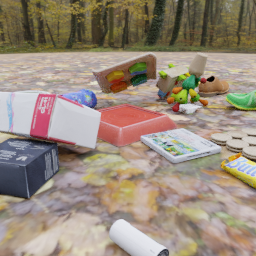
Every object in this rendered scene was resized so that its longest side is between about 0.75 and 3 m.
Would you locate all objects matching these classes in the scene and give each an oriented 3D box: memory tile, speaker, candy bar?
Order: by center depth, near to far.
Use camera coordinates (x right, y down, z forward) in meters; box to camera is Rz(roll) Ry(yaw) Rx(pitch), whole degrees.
[{"bbox_3d":[0.140,1.759,4.238,0.379,0.379,0.934,-18,25,-41],"label":"speaker"},{"bbox_3d":[3.085,1.195,5.806,0.692,0.307,2.774,-28,28,-17],"label":"candy bar"},{"bbox_3d":[3.846,0.535,8.060,1.901,0.208,2.480,-9,20,-24],"label":"memory tile"}]

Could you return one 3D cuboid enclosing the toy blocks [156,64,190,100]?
[{"bbox_3d":[2.101,-2.150,13.855,1.184,1.619,2.369,41,41,21],"label":"toy blocks"}]

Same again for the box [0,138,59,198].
[{"bbox_3d":[-2.454,0.832,6.286,1.308,0.781,1.330,5,18,14],"label":"box"}]

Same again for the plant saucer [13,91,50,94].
[{"bbox_3d":[-4.589,-1.219,12.622,2.156,0.541,2.156,0,19,0],"label":"plant saucer"}]

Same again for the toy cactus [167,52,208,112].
[{"bbox_3d":[2.853,-1.943,12.089,1.526,2.462,2.984,31,33,24],"label":"toy cactus"}]

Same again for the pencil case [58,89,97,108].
[{"bbox_3d":[-2.271,-1.070,11.585,0.859,0.956,2.200,-9,9,38],"label":"pencil case"}]

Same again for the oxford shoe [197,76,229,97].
[{"bbox_3d":[4.812,-2.382,15.346,1.017,1.017,2.852,14,22,39],"label":"oxford shoe"}]

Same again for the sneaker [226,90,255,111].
[{"bbox_3d":[5.636,-1.332,12.032,2.724,1.138,1.009,6,21,18],"label":"sneaker"}]

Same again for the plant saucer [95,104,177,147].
[{"bbox_3d":[-0.145,-0.276,9.970,2.776,0.509,2.771,-17,25,-39],"label":"plant saucer"}]

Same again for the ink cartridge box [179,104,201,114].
[{"bbox_3d":[2.599,-0.846,12.091,0.941,0.236,0.757,-8,20,-34],"label":"ink cartridge box"}]

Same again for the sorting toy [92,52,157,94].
[{"bbox_3d":[-0.041,-2.231,12.246,2.678,0.488,2.479,-15,-14,2],"label":"sorting toy"}]

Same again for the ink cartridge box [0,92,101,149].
[{"bbox_3d":[-2.359,-0.215,7.633,2.621,1.122,1.934,8,-6,29],"label":"ink cartridge box"}]

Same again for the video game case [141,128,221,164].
[{"bbox_3d":[1.503,0.471,8.260,1.631,0.197,1.790,-9,22,-25],"label":"video game case"}]
